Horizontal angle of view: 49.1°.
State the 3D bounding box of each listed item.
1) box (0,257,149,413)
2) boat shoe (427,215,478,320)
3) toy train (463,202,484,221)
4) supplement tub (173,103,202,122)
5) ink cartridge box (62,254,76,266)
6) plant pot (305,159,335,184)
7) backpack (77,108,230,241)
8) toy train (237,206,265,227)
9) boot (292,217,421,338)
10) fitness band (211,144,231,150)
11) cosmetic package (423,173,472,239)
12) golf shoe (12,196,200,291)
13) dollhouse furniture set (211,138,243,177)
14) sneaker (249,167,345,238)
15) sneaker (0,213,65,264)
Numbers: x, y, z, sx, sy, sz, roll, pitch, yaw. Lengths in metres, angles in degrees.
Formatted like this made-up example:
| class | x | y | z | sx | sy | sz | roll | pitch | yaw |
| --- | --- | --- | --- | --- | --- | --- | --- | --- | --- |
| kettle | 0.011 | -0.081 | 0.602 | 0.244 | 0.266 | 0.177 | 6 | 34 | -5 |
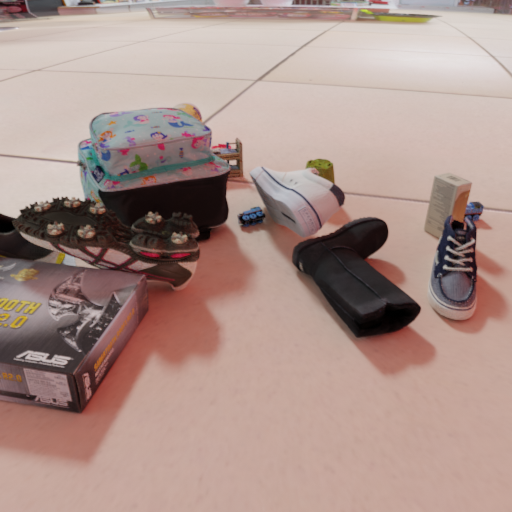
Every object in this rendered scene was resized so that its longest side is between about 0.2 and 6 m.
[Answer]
| class | x | y | z | sx | sy | sz | roll | pitch | yaw |
| --- | --- | --- | --- | --- | --- | --- | --- | --- | --- |
| box | -3.599 | 1.052 | 8.669 | 3.180 | 0.769 | 2.518 | 7 | 32 | 11 |
| boat shoe | 3.538 | 0.114 | 9.987 | 0.844 | 1.048 | 2.260 | 6 | 31 | 10 |
| toy train | 4.699 | -0.987 | 12.479 | 0.708 | 0.404 | 0.307 | -4 | 31 | -8 |
| supplement tub | -2.198 | -3.991 | 16.905 | 1.063 | 1.063 | 1.462 | 2 | 31 | 3 |
| ink cartridge box | -3.843 | 0.191 | 10.733 | 0.745 | 0.164 | 0.759 | -12 | 31 | -17 |
| plant pot | 1.480 | -1.736 | 13.196 | 1.022 | 0.971 | 1.022 | 1 | 30 | -1 |
| backpack | -2.366 | -1.859 | 12.163 | 2.929 | 2.484 | 3.299 | -13 | 28 | -22 |
| toy train | -0.121 | -0.861 | 12.355 | 0.647 | 0.280 | 0.370 | -17 | 43 | -21 |
| boot | 2.037 | 0.292 | 9.840 | 2.059 | 0.820 | 2.498 | -22 | 31 | -13 |
| fitness band | -1.023 | -3.162 | 16.461 | 0.588 | 0.110 | 0.422 | 7 | 34 | 13 |
| cosmetic package | 3.984 | -1.018 | 11.682 | 0.451 | 1.269 | 0.668 | -15 | 35 | -28 |
| golf shoe | -2.571 | -0.102 | 9.653 | 3.170 | 1.396 | 1.224 | 11 | 39 | -1 |
| dollhouse furniture set | -0.963 | -2.738 | 14.910 | 0.943 | 0.938 | 1.338 | -8 | 31 | -13 |
| sneaker | 0.839 | -1.296 | 11.782 | 1.184 | 1.221 | 3.345 | -30 | 29 | -6 |
| sneaker | -5.058 | -0.229 | 10.296 | 2.906 | 1.229 | 1.082 | -8 | 31 | -4 |
